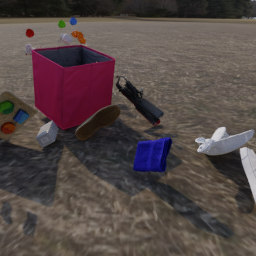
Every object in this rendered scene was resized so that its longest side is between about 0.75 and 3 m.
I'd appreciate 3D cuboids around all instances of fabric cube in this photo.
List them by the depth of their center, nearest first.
[{"bbox_3d":[-1.762,-1.421,9.071,1.973,1.966,1.935,-21,39,-39],"label":"fabric cube"}]

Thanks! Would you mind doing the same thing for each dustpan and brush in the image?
[{"bbox_3d":[2.121,0.344,6.747,1.404,0.576,2.011,-12,15,37],"label":"dustpan and brush"}]

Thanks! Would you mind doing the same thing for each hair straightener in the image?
[{"bbox_3d":[0.340,-1.048,8.853,0.436,0.820,2.131,-29,67,-33],"label":"hair straightener"}]

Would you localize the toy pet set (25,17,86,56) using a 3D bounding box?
[{"bbox_3d":[-2.990,-3.051,11.870,1.362,2.395,2.566,-15,15,47],"label":"toy pet set"}]

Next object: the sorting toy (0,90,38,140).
[{"bbox_3d":[-3.287,-0.384,7.120,1.281,1.720,0.230,-39,55,3],"label":"sorting toy"}]

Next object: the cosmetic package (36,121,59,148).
[{"bbox_3d":[-2.232,0.155,7.784,0.424,0.358,0.793,-28,22,10],"label":"cosmetic package"}]

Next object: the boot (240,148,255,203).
[{"bbox_3d":[2.840,0.949,5.538,0.881,0.678,1.843,-20,29,20],"label":"boot"}]

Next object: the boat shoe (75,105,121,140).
[{"bbox_3d":[-0.885,-0.218,8.010,1.450,0.523,0.522,-37,23,-1],"label":"boat shoe"}]

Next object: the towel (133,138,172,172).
[{"bbox_3d":[0.481,0.574,6.014,0.248,0.740,1.002,27,-21,-28],"label":"towel"}]
